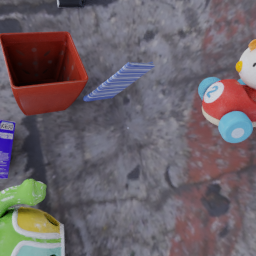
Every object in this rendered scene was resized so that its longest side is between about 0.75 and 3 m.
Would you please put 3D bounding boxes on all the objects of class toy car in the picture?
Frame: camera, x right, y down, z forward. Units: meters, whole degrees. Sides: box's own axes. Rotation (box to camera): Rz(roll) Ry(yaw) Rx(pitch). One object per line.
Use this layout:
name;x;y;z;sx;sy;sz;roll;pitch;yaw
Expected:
toy car;2.927;-1.201;6.667;2.054;2.141;2.322;-2;126;-4

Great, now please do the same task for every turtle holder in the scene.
turtle holder;-2.584;2.789;6.968;1.963;2.100;2.764;-1;70;-13

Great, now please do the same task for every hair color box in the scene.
hair color box;-3.564;0.559;7.629;0.845;0.501;1.547;1;84;43

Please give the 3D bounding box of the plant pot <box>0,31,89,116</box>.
plant pot;-2.187;-1.280;7.205;1.730;1.524;1.728;-12;62;-25

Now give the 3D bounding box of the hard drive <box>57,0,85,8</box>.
hard drive;-1.709;-4.240;8.262;0.867;0.272;1.286;1;96;0

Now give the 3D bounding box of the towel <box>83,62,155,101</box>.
towel;-0.249;-1.201;7.204;1.724;1.248;0.206;-32;82;35
